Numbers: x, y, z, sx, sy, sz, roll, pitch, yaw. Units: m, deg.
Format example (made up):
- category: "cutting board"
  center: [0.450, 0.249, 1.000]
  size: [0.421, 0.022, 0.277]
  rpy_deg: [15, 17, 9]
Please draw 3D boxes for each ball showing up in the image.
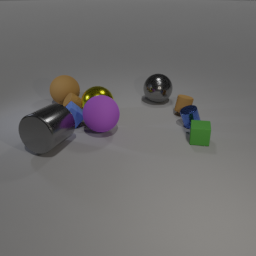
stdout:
- category: "ball"
  center: [-1.287, -1.086, 11.932]
  size: [1.400, 1.400, 1.400]
  rpy_deg: [0, 28, 0]
- category: "ball"
  center: [-2.978, -1.787, 13.218]
  size: [1.400, 1.400, 1.400]
  rpy_deg: [0, 28, 0]
- category: "ball"
  center: [1.440, -1.911, 13.488]
  size: [1.400, 1.400, 1.400]
  rpy_deg: [0, 28, 0]
- category: "ball"
  center: [-1.013, -0.539, 10.616]
  size: [1.400, 1.400, 1.400]
  rpy_deg: [0, 28, 0]

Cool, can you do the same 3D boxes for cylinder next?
- category: "cylinder"
  center: [-2.790, -0.007, 9.760]
  size: [1.400, 1.400, 1.400]
  rpy_deg: [10, 24, 18]
- category: "cylinder"
  center: [2.464, -1.047, 12.340]
  size: [0.700, 0.700, 0.700]
  rpy_deg: [11, 19, -4]
- category: "cylinder"
  center: [2.521, -0.459, 11.312]
  size: [0.700, 0.700, 0.700]
  rpy_deg: [-18, 28, 10]
- category: "cylinder"
  center: [-2.401, -1.104, 12.425]
  size: [0.700, 0.700, 0.700]
  rpy_deg: [30, 12, -32]

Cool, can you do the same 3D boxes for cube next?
- category: "cube"
  center: [2.648, 0.177, 10.296]
  size: [0.700, 0.700, 0.700]
  rpy_deg: [5, 29, 11]
- category: "cube"
  center: [-2.236, -0.522, 11.328]
  size: [0.700, 0.700, 0.700]
  rpy_deg: [38, 13, -28]
